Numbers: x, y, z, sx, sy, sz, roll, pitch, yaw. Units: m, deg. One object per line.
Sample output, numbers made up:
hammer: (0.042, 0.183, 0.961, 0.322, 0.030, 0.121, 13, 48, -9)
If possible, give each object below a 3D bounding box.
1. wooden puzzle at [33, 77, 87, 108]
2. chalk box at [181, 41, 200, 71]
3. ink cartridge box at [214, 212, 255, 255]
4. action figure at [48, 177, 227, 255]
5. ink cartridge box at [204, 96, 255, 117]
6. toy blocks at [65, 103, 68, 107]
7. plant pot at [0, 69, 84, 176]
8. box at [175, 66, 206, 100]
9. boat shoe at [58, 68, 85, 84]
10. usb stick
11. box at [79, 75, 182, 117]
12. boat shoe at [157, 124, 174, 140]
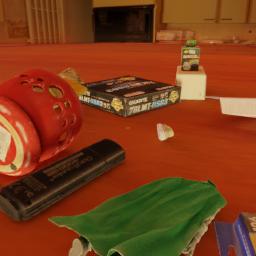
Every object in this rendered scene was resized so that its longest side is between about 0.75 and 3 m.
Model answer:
wooden puzzle: (-2.808, -0.921, 8.230, 2.832, 0.331, 1.910, -31, 46, -23)
chalk box: (2.567, -2.991, 11.519, 0.730, 1.169, 0.725, 3, 20, 9)
ink cartridge box: (1.828, 1.553, 3.493, 1.294, 0.304, 1.278, 5, 21, 8)
action figure: (0.531, 1.196, 3.815, 2.693, 0.736, 1.591, -10, 20, -44)
ink cartridge box: (3.822, -0.502, 7.778, 2.447, 0.540, 2.492, 2, 4, -38)
toy blocks: (-2.705, -1.039, 10.091, 0.980, 0.717, 1.434, -8, 18, 12)
plant pot: (-2.139, -0.120, 5.746, 1.886, 1.886, 1.717, 8, 26, 22)
box: (2.646, -1.988, 11.964, 1.214, 0.994, 2.557, 3, 20, 9)
boat shoe: (-2.375, -1.916, 11.067, 0.878, 0.795, 2.465, -22, 0, 5)
usb stick: (-1.047, 0.825, 5.217, 0.744, 0.438, 2.684, 27, 31, 27)
box: (-0.004, -1.323, 10.650, 2.934, 0.729, 2.912, -18, 26, -39)
boat shoe: (0.930, 0.109, 7.052, 0.336, 0.390, 1.085, -9, 10, 3)
